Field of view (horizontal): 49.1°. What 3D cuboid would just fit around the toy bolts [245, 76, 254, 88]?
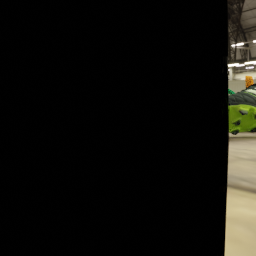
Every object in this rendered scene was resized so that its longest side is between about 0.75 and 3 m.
[{"bbox_3d":[4.123,-0.932,10.619,1.265,1.742,1.824,-5,-16,29],"label":"toy bolts"}]

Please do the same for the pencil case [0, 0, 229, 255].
[{"bbox_3d":[-1.227,-0.028,0.467,2.721,1.234,1.131,-1,47,7],"label":"pencil case"}]

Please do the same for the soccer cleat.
[{"bbox_3d":[2.567,-0.491,5.642,2.512,0.848,1.018,-5,50,-10],"label":"soccer cleat"}]

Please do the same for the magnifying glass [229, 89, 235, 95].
[{"bbox_3d":[3.778,-0.872,9.683,0.823,0.231,2.067,-8,40,-34],"label":"magnifying glass"}]
